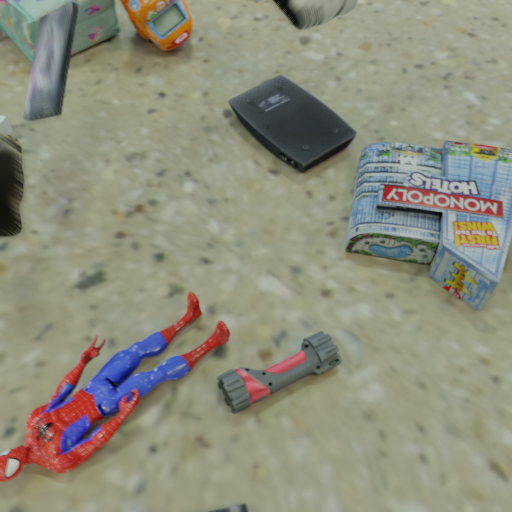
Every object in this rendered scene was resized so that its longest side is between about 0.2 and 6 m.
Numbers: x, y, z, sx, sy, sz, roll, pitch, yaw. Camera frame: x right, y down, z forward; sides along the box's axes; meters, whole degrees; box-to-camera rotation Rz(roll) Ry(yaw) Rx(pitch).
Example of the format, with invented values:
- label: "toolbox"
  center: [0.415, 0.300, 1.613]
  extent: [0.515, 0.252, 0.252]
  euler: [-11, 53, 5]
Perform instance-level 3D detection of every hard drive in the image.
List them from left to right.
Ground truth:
- label: "hard drive"
  center: [0.618, -2.384, 10.093]
  extent: [1.423, 0.446, 2.109]
  euler: [-32, 60, -22]

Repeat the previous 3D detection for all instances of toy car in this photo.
- label: "toy car"
  center: [-0.943, -5.582, 11.688]
  extent: [4.035, 1.979, 1.343]
  euler: [-38, 94, -17]

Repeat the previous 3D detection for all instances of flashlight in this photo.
- label: "flashlight"
  center: [0.290, 1.453, 7.241]
  extent: [1.581, 0.535, 0.537]
  euler: [-25, 25, -19]

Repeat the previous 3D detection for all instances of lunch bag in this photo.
- label: "lunch bag"
  center: [-4.366, -5.310, 11.639]
  extent: [2.049, 1.467, 2.405]
  euler: [-37, 67, -23]

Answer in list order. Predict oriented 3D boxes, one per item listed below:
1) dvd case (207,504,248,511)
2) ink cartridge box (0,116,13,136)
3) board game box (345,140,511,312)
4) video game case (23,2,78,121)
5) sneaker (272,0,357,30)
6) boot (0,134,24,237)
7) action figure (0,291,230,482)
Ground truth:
- label: "dvd case"
  center: [-0.996, 3.636, 5.830]
  extent: [2.136, 0.171, 1.589]
  euler: [-9, 54, -7]
- label: "ink cartridge box"
  center: [-4.995, -2.256, 10.033]
  extent: [0.929, 0.390, 0.673]
  euler: [18, 56, 13]
- label: "board game box"
  center: [2.805, -0.587, 8.531]
  extent: [2.684, 0.828, 2.682]
  euler: [10, 54, 7]
- label: "video game case"
  center: [-3.020, -2.802, 8.197]
  extent: [1.128, 0.150, 1.579]
  euler: [8, 90, 47]
- label: "sneaker"
  center: [0.924, -4.415, 8.078]
  extent: [1.475, 2.564, 0.967]
  euler: [-39, 63, -24]
- label: "boot"
  center: [-3.205, -1.109, 7.044]
  extent: [0.558, 1.526, 1.149]
  euler: [-4, 53, -19]
- label: "action figure"
  center: [-1.810, 1.643, 6.978]
  extent: [3.163, 0.818, 1.035]
  euler: [-38, 65, -21]
